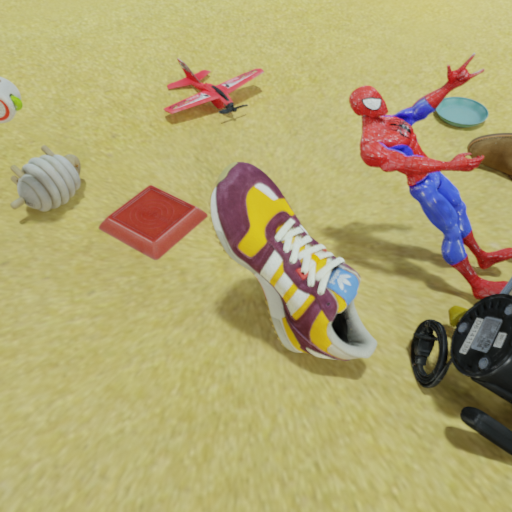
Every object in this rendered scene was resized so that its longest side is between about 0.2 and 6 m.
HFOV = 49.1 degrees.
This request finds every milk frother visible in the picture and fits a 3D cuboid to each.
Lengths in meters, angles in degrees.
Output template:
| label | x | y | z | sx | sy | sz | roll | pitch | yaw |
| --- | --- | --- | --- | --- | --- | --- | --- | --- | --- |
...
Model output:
| label | x | y | z | sx | sy | sz | roll | pitch | yaw |
| --- | --- | --- | --- | --- | --- | --- | --- | --- | --- |
| milk frother | 2.992 | 1.361 | 6.808 | 1.654 | 1.587 | 1.758 | 31 | 11 | -16 |

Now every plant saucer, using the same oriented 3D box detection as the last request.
| label | x | y | z | sx | sy | sz | roll | pitch | yaw |
| --- | --- | --- | --- | --- | --- | --- | --- | --- | --- |
| plant saucer | -1.721 | -0.650 | 9.346 | 1.334 | 0.245 | 1.337 | 27 | 51 | 24 |
| plant saucer | 4.248 | -2.950 | 11.629 | 1.067 | 0.192 | 1.067 | 0 | 46 | 0 |

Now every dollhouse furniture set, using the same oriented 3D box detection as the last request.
| label | x | y | z | sx | sy | sz | roll | pitch | yaw |
| --- | --- | --- | --- | --- | --- | --- | --- | --- | --- |
| dollhouse furniture set | 3.654 | -0.017 | 7.412 | 2.237 | 2.112 | 1.460 | -8 | 45 | -24 |

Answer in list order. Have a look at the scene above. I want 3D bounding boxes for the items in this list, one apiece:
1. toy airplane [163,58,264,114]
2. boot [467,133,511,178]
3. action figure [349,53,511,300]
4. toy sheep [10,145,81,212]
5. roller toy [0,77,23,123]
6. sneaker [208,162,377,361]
| label | x | y | z | sx | sy | sz | roll | pitch | yaw |
| --- | --- | --- | --- | --- | --- | --- | --- | --- | --- |
| toy airplane | -1.111 | -3.606 | 12.091 | 2.418 | 0.445 | 2.418 | -3 | 48 | 3 |
| boot | 4.797 | -1.602 | 9.996 | 2.065 | 0.760 | 0.779 | 18 | 59 | 14 |
| action figure | 2.647 | -1.059 | 7.260 | 3.442 | 1.704 | 1.123 | 43 | 46 | -17 |
| toy sheep | -3.551 | -1.243 | 9.446 | 0.996 | 0.996 | 1.445 | 29 | 59 | 26 |
| roller toy | -3.513 | -2.130 | 7.595 | 0.602 | 0.549 | 0.420 | 31 | 43 | -32 |
| sneaker | 0.556 | 0.087 | 6.646 | 1.285 | 2.852 | 1.069 | 3 | 44 | 44 |
